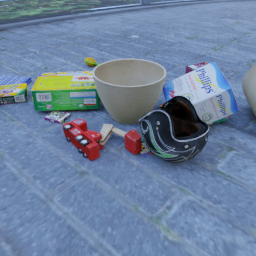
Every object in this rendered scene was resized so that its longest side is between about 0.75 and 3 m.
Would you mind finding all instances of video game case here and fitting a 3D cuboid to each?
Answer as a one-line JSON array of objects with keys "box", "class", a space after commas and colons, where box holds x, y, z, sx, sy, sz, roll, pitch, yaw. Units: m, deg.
[{"box": [-2.856, -0.460, 11.349, 0.794, 0.142, 0.719, 15, 34, 21], "class": "video game case"}]

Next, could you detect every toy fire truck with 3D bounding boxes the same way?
[{"box": [-0.934, 0.295, 9.709, 1.792, 0.619, 2.541, -25, 41, -29], "class": "toy fire truck"}]

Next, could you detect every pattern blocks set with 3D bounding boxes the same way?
[{"box": [0.518, 0.702, 9.660, 0.766, 0.071, 0.872, -7, 34, -11], "class": "pattern blocks set"}]

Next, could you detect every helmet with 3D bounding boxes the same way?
[{"box": [1.460, 0.145, 8.815, 2.007, 1.913, 2.007, -33, 0, 0], "class": "helmet"}]

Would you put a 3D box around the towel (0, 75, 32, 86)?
[{"box": [-5.934, -2.275, 14.106, 1.813, 0.216, 1.312, 7, 36, 13], "class": "towel"}]

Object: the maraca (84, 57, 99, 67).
[{"box": [-2.062, -3.768, 16.093, 0.938, 0.502, 0.643, 12, 26, -28], "class": "maraca"}]

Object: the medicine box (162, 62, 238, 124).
[{"box": [2.631, -1.153, 10.556, 2.244, 1.155, 2.044, -24, 36, 15], "class": "medicine box"}]

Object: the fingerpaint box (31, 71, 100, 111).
[{"box": [-2.604, -1.671, 12.329, 2.726, 1.000, 2.274, -3, 30, -6], "class": "fingerpaint box"}]

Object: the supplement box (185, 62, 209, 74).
[{"box": [3.636, -2.875, 14.462, 1.338, 0.739, 0.573, -18, 37, -25], "class": "supplement box"}]

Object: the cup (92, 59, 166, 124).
[{"box": [0.067, -1.327, 11.001, 2.755, 1.970, 2.755, -1, 33, 0], "class": "cup"}]

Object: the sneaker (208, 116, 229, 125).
[{"box": [3.605, -0.909, 11.380, 1.190, 0.824, 1.971, -5, 41, 2], "class": "sneaker"}]

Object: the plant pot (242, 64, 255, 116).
[{"box": [5.657, -0.892, 10.306, 2.478, 2.478, 2.646, 5, 48, 8], "class": "plant pot"}]

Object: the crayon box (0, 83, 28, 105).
[{"box": [-5.378, -1.557, 12.748, 1.460, 0.426, 1.260, -8, 34, -11], "class": "crayon box"}]
